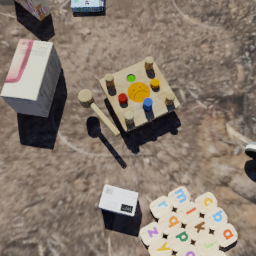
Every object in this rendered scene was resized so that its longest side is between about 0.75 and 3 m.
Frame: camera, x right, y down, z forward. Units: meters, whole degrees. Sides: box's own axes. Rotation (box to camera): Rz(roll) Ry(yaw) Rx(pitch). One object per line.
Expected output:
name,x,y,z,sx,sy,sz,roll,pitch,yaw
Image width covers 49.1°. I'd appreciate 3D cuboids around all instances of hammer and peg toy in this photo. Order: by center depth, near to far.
hammer and peg toy,0.002,-0.885,9.009,2.836,1.000,2.086,-26,73,-9

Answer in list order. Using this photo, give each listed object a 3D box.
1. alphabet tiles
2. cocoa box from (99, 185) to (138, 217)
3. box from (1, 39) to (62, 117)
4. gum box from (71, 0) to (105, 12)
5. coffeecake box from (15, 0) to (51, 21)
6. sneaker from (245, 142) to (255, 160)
alphabet tiles,1.713,3.028,7.976,2.460,0.184,2.515,-27,72,-9
cocoa box,-0.254,2.112,8.061,1.005,0.659,0.670,13,70,5
box,-3.045,-1.592,9.077,1.137,1.335,2.088,9,70,3
gum box,-1.554,-5.046,10.924,1.259,0.281,1.070,-3,70,-1
coffeecake box,-3.747,-4.982,10.393,1.597,1.226,0.583,40,75,13
sneaker,4.836,0.424,8.467,2.455,1.026,1.482,16,75,-3
